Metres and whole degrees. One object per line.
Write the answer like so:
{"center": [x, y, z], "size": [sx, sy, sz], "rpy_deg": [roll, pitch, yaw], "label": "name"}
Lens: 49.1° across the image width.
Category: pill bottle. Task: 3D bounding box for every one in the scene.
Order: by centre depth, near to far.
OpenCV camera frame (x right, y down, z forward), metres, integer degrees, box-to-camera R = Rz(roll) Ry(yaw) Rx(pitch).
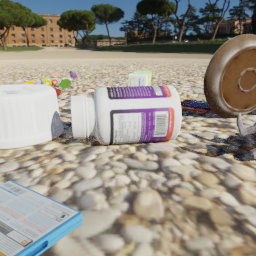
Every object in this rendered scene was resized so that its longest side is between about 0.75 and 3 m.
{"center": [-0.091, -0.304, 6.625], "size": [2.421, 1.349, 1.349], "rpy_deg": [-3, 17, -9], "label": "pill bottle"}

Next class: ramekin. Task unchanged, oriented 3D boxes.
{"center": [-2.956, -0.417, 7.276], "size": [2.446, 1.192, 2.446], "rpy_deg": [0, 17, 0], "label": "ramekin"}

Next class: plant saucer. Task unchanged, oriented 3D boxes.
{"center": [3.499, -1.462, 8.401], "size": [2.563, 2.563, 0.411], "rpy_deg": [-5, 23, -17], "label": "plant saucer"}

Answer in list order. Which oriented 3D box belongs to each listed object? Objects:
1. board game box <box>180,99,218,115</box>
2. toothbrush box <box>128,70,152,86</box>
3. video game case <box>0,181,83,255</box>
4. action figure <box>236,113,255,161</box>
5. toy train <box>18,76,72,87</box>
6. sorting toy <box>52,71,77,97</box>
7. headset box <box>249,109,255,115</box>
{"center": [2.864, -0.752, 10.094], "size": [2.061, 0.200, 1.061], "rpy_deg": [12, 20, 35], "label": "board game box"}
{"center": [0.468, -1.575, 11.017], "size": [0.704, 1.190, 1.634], "rpy_deg": [6, 19, 9], "label": "toothbrush box"}
{"center": [-1.876, 1.320, 3.239], "size": [1.606, 0.200, 2.244], "rpy_deg": [12, 20, 33], "label": "video game case"}
{"center": [3.633, 0.223, 5.903], "size": [2.506, 1.355, 2.591], "rpy_deg": [8, -8, 4], "label": "action figure"}
{"center": [-3.847, -1.813, 12.890], "size": [1.916, 0.709, 2.551], "rpy_deg": [11, 23, 29], "label": "toy train"}
{"center": [-2.710, -1.850, 11.432], "size": [0.471, 1.369, 0.475], "rpy_deg": [47, 0, 31], "label": "sorting toy"}
{"center": [4.701, -0.871, 9.827], "size": [1.097, 0.584, 1.260], "rpy_deg": [3, 17, 9], "label": "headset box"}
